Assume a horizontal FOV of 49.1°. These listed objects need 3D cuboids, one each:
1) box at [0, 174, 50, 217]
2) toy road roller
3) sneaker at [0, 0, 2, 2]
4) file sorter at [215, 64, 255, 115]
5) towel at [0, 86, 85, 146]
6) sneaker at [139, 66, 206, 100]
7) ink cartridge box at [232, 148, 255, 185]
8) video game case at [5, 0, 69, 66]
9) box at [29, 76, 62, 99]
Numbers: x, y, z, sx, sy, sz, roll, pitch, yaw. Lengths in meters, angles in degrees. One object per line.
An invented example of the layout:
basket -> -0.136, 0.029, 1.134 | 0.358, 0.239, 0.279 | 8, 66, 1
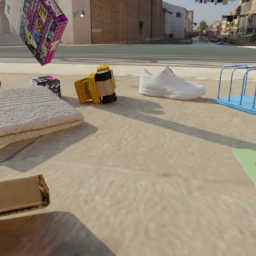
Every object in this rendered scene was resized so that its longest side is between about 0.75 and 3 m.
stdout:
box -> -2.261, 0.923, 2.796 | 2.844, 0.303, 2.325 | -8, -12, -16
toy road roller -> -1.181, -1.563, 10.343 | 1.376, 1.158, 1.885 | -11, 20, 3
sneaker -> -2.153, -2.179, 4.509 | 0.441, 0.399, 1.035 | -28, 21, 42
file sorter -> 4.279, -1.322, 9.332 | 1.499, 1.326, 2.161 | -10, 21, -27
towel -> -2.764, -0.405, 7.146 | 1.967, 0.512, 2.968 | 35, 30, 27
sneaker -> 1.680, -1.784, 10.811 | 2.668, 1.181, 1.004 | 8, 20, 20
ink cartridge box -> 3.696, 0.575, 5.055 | 2.953, 0.708, 2.149 | 3, 20, 3
video game case -> -3.172, -3.734, 9.373 | 0.482, 2.442, 2.694 | -35, 1, -32
box -> -3.159, -1.496, 10.640 | 0.878, 0.762, 1.328 | -13, 22, -28
